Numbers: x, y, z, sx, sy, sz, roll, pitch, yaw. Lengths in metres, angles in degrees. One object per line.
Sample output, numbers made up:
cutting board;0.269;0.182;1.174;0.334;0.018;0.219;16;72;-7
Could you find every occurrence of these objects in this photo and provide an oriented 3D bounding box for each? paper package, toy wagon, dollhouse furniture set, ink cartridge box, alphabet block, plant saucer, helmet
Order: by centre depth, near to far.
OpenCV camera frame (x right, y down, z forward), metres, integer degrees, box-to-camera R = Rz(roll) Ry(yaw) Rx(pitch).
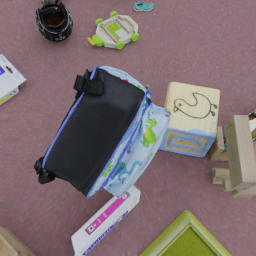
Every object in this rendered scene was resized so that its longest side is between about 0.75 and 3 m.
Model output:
paper package;-3.804;3.862;6.954;2.471;1.341;2.593;20;62;37
plant saucer;1.744;3.745;7.908;2.113;0.507;2.116;-38;69;-18
ink cartridge box;-0.767;2.768;7.948;0.518;1.324;2.796;41;70;18
dollhouse furniture set;3.788;0.840;8.310;2.002;2.457;2.337;2;64;1
alphabet block;1.959;-0.244;9.273;1.704;1.713;1.744;11;63;4
ink cartridge box;-5.099;-1.766;10.789;1.854;0.436;1.833;-39;68;-19
helmet;-3.003;-4.346;11.472;1.595;1.521;1.595;-1;96;-13
toy wagon;-0.691;-4.040;11.922;2.236;0.442;1.735;-33;67;-15

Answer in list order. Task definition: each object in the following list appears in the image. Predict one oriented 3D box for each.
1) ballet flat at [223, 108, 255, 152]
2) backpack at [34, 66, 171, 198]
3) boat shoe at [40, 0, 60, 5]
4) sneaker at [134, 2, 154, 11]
ballet flat;4.365;-0.118;9.532;2.859;1.061;1.061;-34;68;-20
backpack;-0.322;0.067;6.755;2.194;2.985;2.732;30;104;0
boat shoe;-3.129;-6.602;13.065;0.913;0.928;2.490;26;74;2
sneaker;0.725;-5.538;12.720;0.934;0.372;0.362;-8;63;-5
